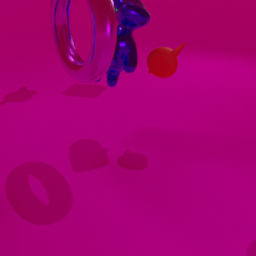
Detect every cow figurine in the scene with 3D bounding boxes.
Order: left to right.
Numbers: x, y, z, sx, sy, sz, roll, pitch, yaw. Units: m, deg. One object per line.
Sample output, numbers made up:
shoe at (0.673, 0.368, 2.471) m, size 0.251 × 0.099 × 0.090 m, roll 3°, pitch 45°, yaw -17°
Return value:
cow figurine at (-0.201, -1.971, 6.255) m, size 0.951 × 1.705 × 1.733 m, roll 15°, pitch -24°, yaw -26°

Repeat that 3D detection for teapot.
teapot at (0.799, -1.461, 6.028) m, size 1.101 × 0.685 × 0.539 m, roll -30°, pitch 18°, yaw 47°

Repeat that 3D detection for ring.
ring at (-0.872, -1.831, 5.085) m, size 0.405 × 2.024 × 2.024 m, roll -16°, pitch 32°, yaw -34°

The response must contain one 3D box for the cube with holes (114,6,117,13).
cube with holes at (-0.614, -4.654, 9.802) m, size 1.028 × 1.028 × 1.028 m, roll -8°, pitch -7°, yaw 8°
